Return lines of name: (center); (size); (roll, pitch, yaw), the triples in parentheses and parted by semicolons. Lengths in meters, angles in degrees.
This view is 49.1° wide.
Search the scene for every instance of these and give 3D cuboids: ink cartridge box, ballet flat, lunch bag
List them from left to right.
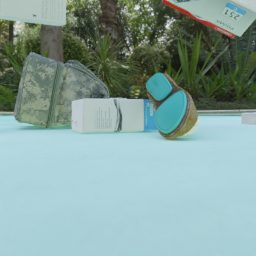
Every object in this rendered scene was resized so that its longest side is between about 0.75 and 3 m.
lunch bag: (-2.042, -0.957, 8.646); (2.442, 2.029, 2.912); (12, -2, -20)
ink cartridge box: (-0.337, -0.292, 6.533); (1.749, 0.732, 1.269); (-1, 3, -22)
ballet flat: (0.901, -0.342, 5.373); (0.848, 0.795, 2.344); (42, 15, -24)
ink cartridge box: (2.132, -3.427, 7.940); (2.654, 0.593, 2.339); (28, -7, 4)

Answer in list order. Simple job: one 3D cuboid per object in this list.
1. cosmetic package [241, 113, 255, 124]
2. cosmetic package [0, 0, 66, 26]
cosmetic package: (5.417, -0.384, 11.082); (1.839, 0.466, 0.759); (-2, 4, -29)
cosmetic package: (-2.193, -2.743, 6.142); (1.562, 0.794, 0.578); (-6, 16, -31)
